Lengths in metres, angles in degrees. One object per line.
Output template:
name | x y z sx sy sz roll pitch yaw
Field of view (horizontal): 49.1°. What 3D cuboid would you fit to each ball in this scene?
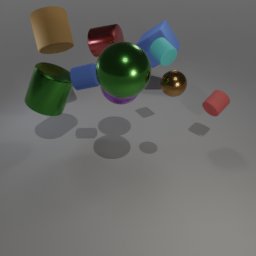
ball | 1.203 -1.170 7.382 0.700 0.700 0.700 0 32 0
ball | -0.115 -1.448 7.070 1.400 1.400 1.400 0 32 0
ball | -0.247 -1.499 9.535 1.400 1.400 1.400 0 32 0

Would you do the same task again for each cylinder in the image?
cylinder | 3.162 -0.890 10.057 0.700 0.700 0.700 -44 47 -13
cylinder | -1.072 -4.304 13.835 1.400 1.400 1.400 -2 30 20
cylinder | -2.739 -1.356 9.821 1.400 1.400 1.400 22 25 -11
cylinder | 1.219 -2.630 9.664 0.700 0.700 0.700 -19 57 -27
cylinder | -2.947 -3.764 10.909 1.400 1.400 1.400 -13 4 1
cylinder | -1.285 -1.547 8.465 0.700 0.700 0.700 -9 31 13

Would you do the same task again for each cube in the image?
cube | 1.480 -4.014 13.413 1.400 1.400 1.400 -24 26 32
